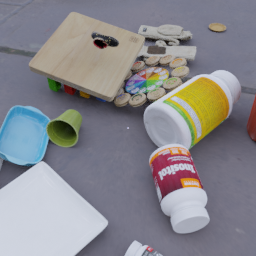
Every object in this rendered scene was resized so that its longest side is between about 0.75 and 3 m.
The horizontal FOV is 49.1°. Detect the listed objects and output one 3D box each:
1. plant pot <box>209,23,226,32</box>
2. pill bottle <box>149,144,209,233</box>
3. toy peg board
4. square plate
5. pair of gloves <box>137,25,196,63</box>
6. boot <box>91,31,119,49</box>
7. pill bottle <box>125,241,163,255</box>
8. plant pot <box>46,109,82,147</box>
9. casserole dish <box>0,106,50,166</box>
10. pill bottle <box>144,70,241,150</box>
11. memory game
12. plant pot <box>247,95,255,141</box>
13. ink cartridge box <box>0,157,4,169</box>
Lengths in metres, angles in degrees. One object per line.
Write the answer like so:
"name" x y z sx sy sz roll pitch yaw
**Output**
"plant pot" 4.270 -4.791 13.396 0.819 0.113 0.819 0 47 0
"pill bottle" 1.228 1.421 6.739 1.091 1.091 1.931 -7 47 -7
"toy peg board" -1.320 -2.249 9.934 2.926 1.437 2.938 22 61 8
"square plate" -2.259 2.294 6.403 2.619 0.376 2.644 34 55 28
"pair of gloves" 1.582 -3.580 11.973 2.483 0.512 2.920 1 44 6
"boot" -0.672 -2.555 8.354 0.889 0.325 0.669 19 31 -19
"pill bottle" 0.447 2.805 5.776 0.993 0.566 0.566 26 52 23
"plant pot" -1.808 -0.080 8.415 0.981 0.981 0.932 8 34 8
"casserole dish" -2.977 0.247 8.032 1.310 0.420 2.163 23 40 -22
"pill bottle" 2.019 -0.594 8.293 2.915 1.619 1.619 -33 55 -28
"memory game" 0.636 -1.711 9.631 2.971 0.189 2.971 -17 37 13
"plant pot" 4.507 -0.573 7.922 2.218 2.158 2.218 0 46 0
"ink cartridge box" -4.336 1.062 7.343 1.707 0.731 1.260 -2 46 -4
